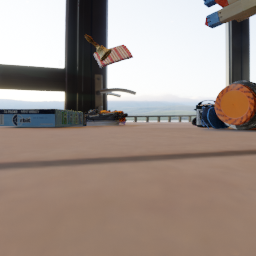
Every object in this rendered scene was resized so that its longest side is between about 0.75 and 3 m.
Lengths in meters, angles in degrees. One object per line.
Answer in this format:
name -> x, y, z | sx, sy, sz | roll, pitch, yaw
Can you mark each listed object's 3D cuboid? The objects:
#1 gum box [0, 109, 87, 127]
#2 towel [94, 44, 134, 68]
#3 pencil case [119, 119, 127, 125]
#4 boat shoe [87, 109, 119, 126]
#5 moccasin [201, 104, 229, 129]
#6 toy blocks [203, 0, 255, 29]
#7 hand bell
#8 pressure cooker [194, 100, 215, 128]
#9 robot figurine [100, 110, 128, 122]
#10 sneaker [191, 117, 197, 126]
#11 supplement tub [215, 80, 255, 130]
gum box -> -2.913, -0.325, 9.633 | 2.215, 0.581, 2.607 | 0, 2, 12
towel -> -0.648, -3.175, 12.392 | 1.556, 0.233, 1.139 | -19, 47, -8
pencil case -> -0.565, -0.382, 14.998 | 0.991, 0.423, 0.416 | 0, 1, -35
boat shoe -> -1.379, -0.444, 11.717 | 2.077, 0.704, 0.745 | 0, 2, 15
moccasin -> 2.238, -0.228, 7.394 | 0.521, 0.615, 1.527 | 17, -1, 39
toy blocks -> 2.468, -3.435, 6.726 | 1.527, 2.233, 1.116 | -14, -6, 39
hand bell -> -1.116, -2.879, 9.720 | 1.045, 0.544, 0.544 | 45, -2, 2
pressure cooker -> 2.539, -0.454, 8.884 | 0.772, 0.877, 0.784 | -1, 2, -21
robot figurine -> -0.809, -0.524, 13.677 | 1.689, 0.678, 2.330 | 0, 6, 3
sneaker -> 3.127, -0.304, 12.258 | 1.290, 0.388, 0.673 | -29, -16, -31
supplement tub -> 2.961, -0.537, 6.826 | 1.152, 1.152, 1.881 | 1, 3, 44
